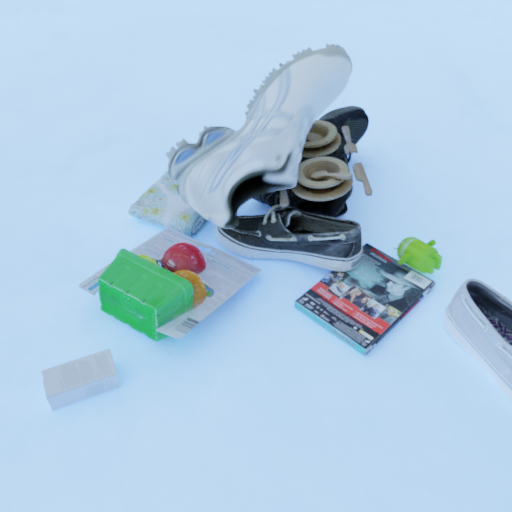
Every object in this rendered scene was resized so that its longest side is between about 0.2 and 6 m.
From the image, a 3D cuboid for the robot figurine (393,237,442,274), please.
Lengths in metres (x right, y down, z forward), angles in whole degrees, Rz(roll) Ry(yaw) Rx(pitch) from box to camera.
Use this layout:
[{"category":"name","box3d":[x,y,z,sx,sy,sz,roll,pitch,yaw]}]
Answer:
[{"category":"robot figurine","box3d":[2.300,-0.015,7.968,0.604,0.398,0.689,-26,41,-23]}]

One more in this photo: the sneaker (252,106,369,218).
[{"category":"sneaker","box3d":[1.280,-1.479,9.264,1.539,1.027,2.687,34,56,28]}]

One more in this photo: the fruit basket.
[{"category":"fruit basket","box3d":[-1.131,0.335,7.632,1.728,0.874,1.865,24,33,23]}]

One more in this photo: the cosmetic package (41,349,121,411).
[{"category":"cosmetic package","box3d":[-2.073,1.463,6.651,0.822,0.293,0.417,-16,46,-16]}]

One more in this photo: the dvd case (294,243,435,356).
[{"category":"dvd case","box3d":[1.511,0.534,7.716,1.210,0.182,1.657,33,53,30]}]

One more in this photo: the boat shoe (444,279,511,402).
[{"category":"boat shoe","box3d":[3.251,1.147,6.609,0.844,0.804,2.346,-18,46,-18]}]

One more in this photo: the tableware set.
[{"category":"tableware set","box3d":[0.897,-1.543,8.398,1.321,0.401,1.999,-7,42,3]}]

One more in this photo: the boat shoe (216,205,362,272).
[{"category":"boat shoe","box3d":[0.444,-0.394,8.202,2.271,0.723,0.803,9,41,20]}]

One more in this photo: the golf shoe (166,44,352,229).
[{"category":"golf shoe","box3d":[0.344,-1.614,8.043,3.191,1.250,1.552,-40,62,1]}]

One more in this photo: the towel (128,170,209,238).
[{"category":"towel","box3d":[-1.203,-0.913,9.146,1.191,0.335,1.391,17,46,21]}]
